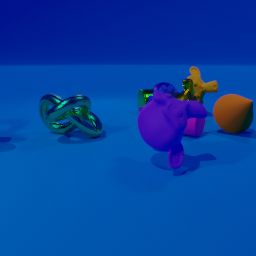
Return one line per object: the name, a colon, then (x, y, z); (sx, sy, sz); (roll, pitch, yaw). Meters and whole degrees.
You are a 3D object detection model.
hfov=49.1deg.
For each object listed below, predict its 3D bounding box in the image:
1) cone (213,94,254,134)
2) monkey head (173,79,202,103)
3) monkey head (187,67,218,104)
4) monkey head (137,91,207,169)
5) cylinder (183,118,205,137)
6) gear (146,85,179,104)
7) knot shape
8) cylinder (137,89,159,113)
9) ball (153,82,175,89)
cone: (2.895, -0.510, 7.099); (1.111, 1.111, 1.115); (-1, -12, -3)
monkey head: (1.723, -0.880, 8.929); (1.042, 1.245, 1.730); (-20, 18, -24)
monkey head: (2.538, -1.382, 9.840); (1.163, 1.617, 0.974); (-6, 7, 15)
monkey head: (0.799, -0.099, 5.208); (1.184, 0.992, 1.646); (-2, 44, -25)
cylinder: (1.559, -0.192, 7.424); (0.764, 0.764, 0.764); (9, 17, 33)
gear: (1.187, -0.892, 9.459); (1.173, 1.173, 0.217); (-6, 42, -24)
knot shape: (-1.602, -0.328, 7.213); (1.677, 0.828, 1.792); (5, -16, 26)
cylinder: (0.897, -0.952, 10.169); (0.921, 0.921, 0.921); (-4, 14, -15)
ball: (1.443, -1.304, 11.284); (1.071, 1.071, 1.071); (0, 14, 0)
